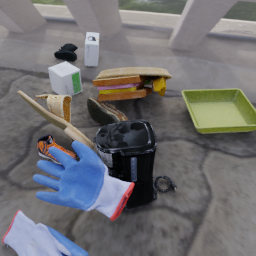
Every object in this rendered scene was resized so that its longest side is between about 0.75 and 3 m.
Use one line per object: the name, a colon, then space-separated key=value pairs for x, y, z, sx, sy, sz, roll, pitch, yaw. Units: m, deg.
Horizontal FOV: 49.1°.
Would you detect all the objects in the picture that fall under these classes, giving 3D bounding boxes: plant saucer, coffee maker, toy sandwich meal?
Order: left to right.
toy sandwich meal: x=0.175 y=-1.392 z=9.285 sx=2.818 sy=0.965 sz=2.818 roll=-2 pitch=4 yaw=0
coffee maker: x=0.183 y=0.751 z=6.182 sx=1.729 sy=1.800 sz=1.212 roll=-19 pitch=43 yaw=-22
plant saucer: x=2.844 y=-0.487 z=8.787 sx=2.061 sy=0.493 sz=2.058 roll=-2 pitch=39 yaw=-3

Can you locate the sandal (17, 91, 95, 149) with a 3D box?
sandal: x=-1.832 y=-0.465 z=7.991 sx=2.842 sy=1.042 sz=0.935 roll=37 pitch=76 yaw=19

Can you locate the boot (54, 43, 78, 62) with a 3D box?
boot: x=-2.581 y=-3.393 z=12.483 sx=1.223 sy=0.453 sz=1.002 roll=12 pitch=41 yaw=22

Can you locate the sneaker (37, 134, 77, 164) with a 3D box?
sneaker: x=-1.916 y=0.547 z=7.367 sx=1.148 sy=0.643 sz=0.445 roll=11 pitch=40 yaw=14

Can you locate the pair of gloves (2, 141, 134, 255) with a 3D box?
pair of gloves: x=-1.262 y=1.674 z=5.123 sx=2.326 sy=0.330 sz=2.893 roll=19 pitch=76 yaw=36

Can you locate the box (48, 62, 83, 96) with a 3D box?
box: x=-2.223 y=-1.713 z=9.984 sx=0.786 sy=0.913 sz=0.918 roll=-30 pitch=48 yaw=-32

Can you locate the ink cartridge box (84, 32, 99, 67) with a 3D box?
ink cartridge box: x=-1.538 y=-3.365 z=11.995 sx=0.561 sy=0.987 sz=1.354 roll=2 pitch=39 yaw=-6

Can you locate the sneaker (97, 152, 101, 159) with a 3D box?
sneaker: x=0.097 y=0.489 z=7.429 sx=1.041 sy=0.682 sz=1.802 roll=31 pitch=46 yaw=28

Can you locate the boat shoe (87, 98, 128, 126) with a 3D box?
boat shoe: x=-0.648 y=-0.446 z=8.715 sx=0.620 sy=0.636 sz=1.680 roll=-18 pitch=43 yaw=-37
